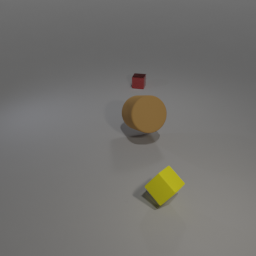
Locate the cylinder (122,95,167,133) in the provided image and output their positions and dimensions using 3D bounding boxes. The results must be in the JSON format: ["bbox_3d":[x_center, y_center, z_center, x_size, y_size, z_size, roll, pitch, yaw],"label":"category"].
[{"bbox_3d":[0.596,-0.570,10.919,1.400,1.400,1.400,-9,9,-15],"label":"cylinder"}]

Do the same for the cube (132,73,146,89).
[{"bbox_3d":[0.637,-2.723,16.273,0.700,0.700,0.700,7,30,12],"label":"cube"}]

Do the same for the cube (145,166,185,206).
[{"bbox_3d":[1.048,1.630,7.980,0.700,0.700,0.700,49,32,14],"label":"cube"}]
